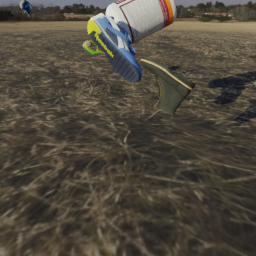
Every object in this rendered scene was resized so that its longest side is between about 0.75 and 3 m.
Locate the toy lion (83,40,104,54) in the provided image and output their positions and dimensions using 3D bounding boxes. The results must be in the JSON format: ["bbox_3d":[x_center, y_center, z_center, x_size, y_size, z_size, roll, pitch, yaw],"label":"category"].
[{"bbox_3d":[-1.275,-3.614,12.239,1.067,1.023,0.366,-52,18,-21],"label":"toy lion"}]

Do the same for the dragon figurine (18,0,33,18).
[{"bbox_3d":[-3.055,-3.671,8.492,0.408,0.821,0.241,-40,59,6],"label":"dragon figurine"}]

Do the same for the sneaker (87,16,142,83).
[{"bbox_3d":[-0.172,-1.959,6.806,0.759,1.846,0.683,-38,5,-30],"label":"sneaker"}]

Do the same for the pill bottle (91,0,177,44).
[{"bbox_3d":[0.145,-3.025,7.767,2.169,1.188,1.188,-28,29,-5],"label":"pill bottle"}]

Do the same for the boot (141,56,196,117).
[{"bbox_3d":[0.662,-0.874,5.903,1.246,0.862,0.483,32,15,9],"label":"boot"}]
